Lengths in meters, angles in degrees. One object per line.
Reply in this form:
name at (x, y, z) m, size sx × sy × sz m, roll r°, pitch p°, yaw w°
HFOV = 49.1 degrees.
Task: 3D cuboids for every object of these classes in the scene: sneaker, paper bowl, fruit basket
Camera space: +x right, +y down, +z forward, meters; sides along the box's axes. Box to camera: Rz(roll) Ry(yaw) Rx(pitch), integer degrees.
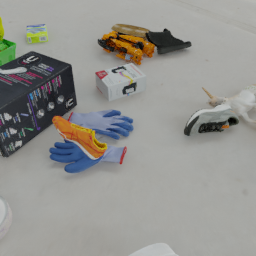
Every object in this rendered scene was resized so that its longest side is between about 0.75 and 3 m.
sneaker at (-0.755, 0.092, 4.480) m, size 0.387 × 1.003 × 0.366 m, roll -45°, pitch 25°, yaw 15°
paper bowl at (-2.921, 1.755, 5.504) m, size 1.124 × 0.585 × 1.124 m, roll 0°, pitch 40°, yaw 0°
sneaker at (1.652, -3.520, 11.120) m, size 1.878 × 0.980 × 0.564 m, roll -18°, pitch 14°, yaw -17°
fruit basket at (-5.046, -3.146, 10.071) m, size 2.048 × 2.048 × 1.477 m, roll 22°, pitch 46°, yaw 23°
sneaker at (2.291, -0.157, 7.649) m, size 1.744 × 0.644 × 0.691 m, roll -19°, pitch 49°, yaw -21°

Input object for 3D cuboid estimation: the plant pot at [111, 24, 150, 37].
plant pot at (0.201, -4.258, 12.143) m, size 1.859 × 0.255 × 1.859 m, roll 9°, pitch 24°, yaw -4°

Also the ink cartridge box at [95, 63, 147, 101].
ink cartridge box at (-0.233, -1.542, 9.236) m, size 1.409 × 0.584 × 1.027 m, roll -20°, pitch 45°, yaw -21°

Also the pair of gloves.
pair of gloves at (-0.909, 0.276, 7.428) m, size 1.974 × 0.280 × 2.455 m, roll 4°, pitch 41°, yaw 8°

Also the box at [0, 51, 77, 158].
box at (-2.963, -0.783, 7.699) m, size 1.687 × 1.464 × 2.760 m, roll 24°, pitch 47°, yaw 25°

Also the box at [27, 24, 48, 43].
box at (-4.058, -4.249, 12.506) m, size 0.872 × 0.341 × 1.431 m, roll -10°, pitch 43°, yaw -12°

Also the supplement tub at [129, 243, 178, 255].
supplement tub at (0.688, 2.937, 3.107) m, size 1.957 × 1.957 × 2.699 m, roll -24°, pitch 47°, yaw -25°

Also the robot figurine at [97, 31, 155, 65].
robot figurine at (-0.140, -3.253, 11.142) m, size 2.201 × 0.641 × 1.596 m, roll 29°, pitch 49°, yaw 28°

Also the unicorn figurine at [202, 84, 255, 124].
unicorn figurine at (3.485, -0.780, 8.280) m, size 1.687 × 0.907 × 2.457 m, roll 24°, pitch 31°, yaw 39°
